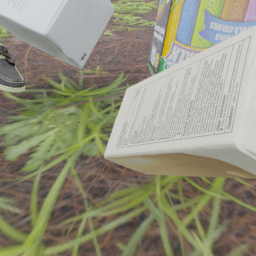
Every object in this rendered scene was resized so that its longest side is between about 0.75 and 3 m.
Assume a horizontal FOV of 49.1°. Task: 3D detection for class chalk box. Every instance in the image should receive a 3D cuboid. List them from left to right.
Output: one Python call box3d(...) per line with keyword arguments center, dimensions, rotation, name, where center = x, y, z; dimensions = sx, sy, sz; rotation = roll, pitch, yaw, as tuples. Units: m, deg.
box3d(center=(1.312, -1.563, 5.061), dimensions=(1.606, 2.594, 1.614), rotation=(7, 24, -4), name="chalk box")

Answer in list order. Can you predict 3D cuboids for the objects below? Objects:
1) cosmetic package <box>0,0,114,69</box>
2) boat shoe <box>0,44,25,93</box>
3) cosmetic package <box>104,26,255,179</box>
box3d(center=(-2.441, -3.751, 8.666), dimensions=(2.862, 2.395, 2.380), rotation=(28, 88, 17), name="cosmetic package")
box3d(center=(-3.107, -1.612, 6.470), dimensions=(2.277, 0.748, 0.814), rotation=(40, 28, 28), name="boat shoe")
box3d(center=(0.760, -0.089, 3.617), dimensions=(0.889, 1.316, 2.502), rotation=(26, -18, -24), name="cosmetic package")
